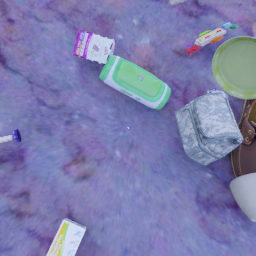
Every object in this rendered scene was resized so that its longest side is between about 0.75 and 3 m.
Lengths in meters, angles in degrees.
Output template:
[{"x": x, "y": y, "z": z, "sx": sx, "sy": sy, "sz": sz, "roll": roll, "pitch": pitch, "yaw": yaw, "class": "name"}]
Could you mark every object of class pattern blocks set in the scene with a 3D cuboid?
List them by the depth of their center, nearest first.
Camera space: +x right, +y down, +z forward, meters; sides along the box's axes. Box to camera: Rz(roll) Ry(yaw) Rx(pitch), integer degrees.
[{"x": 2.417, "y": -2.674, "z": 8.283, "sx": 1.512, "sy": 0.123, "sz": 1.329, "roll": -22, "pitch": 26, "yaw": 18, "class": "pattern blocks set"}]

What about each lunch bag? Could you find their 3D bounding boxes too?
[{"x": 2.033, "y": -0.053, "z": 6.946, "sx": 1.306, "sy": 1.085, "sz": 1.557, "roll": -32, "pitch": 45, "yaw": 31, "class": "lunch bag"}]

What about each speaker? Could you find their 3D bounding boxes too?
[{"x": 0.206, "y": -1.217, "z": 7.583, "sx": 1.865, "sy": 0.825, "sz": 0.825, "roll": 27, "pitch": 71, "yaw": -14, "class": "speaker"}]

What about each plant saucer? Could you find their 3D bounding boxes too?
[{"x": 2.749, "y": -1.415, "z": 6.572, "sx": 1.549, "sy": 1.549, "sz": 0.241, "roll": 40, "pitch": 52, "yaw": 13, "class": "plant saucer"}]

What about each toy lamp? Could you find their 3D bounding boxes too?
[{"x": -3.589, "y": 0.382, "z": 7.390, "sx": 1.413, "sy": 0.411, "sz": 0.411, "roll": -16, "pitch": 71, "yaw": -6, "class": "toy lamp"}]

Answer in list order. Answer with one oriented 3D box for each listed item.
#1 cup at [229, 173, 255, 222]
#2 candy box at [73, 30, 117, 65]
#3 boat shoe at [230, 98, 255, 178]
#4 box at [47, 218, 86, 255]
[{"x": 3.086, "y": 1.665, "z": 6.512, "sx": 1.240, "sy": 1.240, "sz": 0.887, "roll": 0, "pitch": 58, "yaw": 0, "class": "cup"}, {"x": -0.969, "y": -2.323, "z": 8.149, "sx": 1.115, "sy": 0.340, "sz": 0.760, "roll": 20, "pitch": 101, "yaw": 13, "class": "candy box"}, {"x": 3.234, "y": 0.101, "z": 7.059, "sx": 0.994, "sy": 0.932, "sz": 2.761, "roll": 11, "pitch": 88, "yaw": 14, "class": "boat shoe"}, {"x": -1.464, "y": 2.757, "z": 6.498, "sx": 0.567, "sy": 0.630, "sz": 1.120, "roll": 24, "pitch": 73, "yaw": 0, "class": "box"}]
